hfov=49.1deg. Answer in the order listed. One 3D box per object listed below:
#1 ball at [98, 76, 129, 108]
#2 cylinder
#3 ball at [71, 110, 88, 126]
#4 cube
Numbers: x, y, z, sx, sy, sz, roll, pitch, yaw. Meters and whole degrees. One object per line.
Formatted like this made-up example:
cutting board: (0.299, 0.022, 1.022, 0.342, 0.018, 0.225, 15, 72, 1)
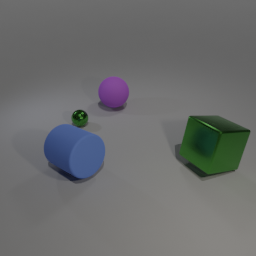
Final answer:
ball: (-0.649, -1.629, 12.717, 1.400, 1.400, 1.400, 0, 31, 0)
cylinder: (-1.681, 0.701, 8.832, 1.400, 1.400, 1.400, 18, 35, 39)
ball: (-1.984, -0.412, 11.553, 0.700, 0.700, 0.700, 0, 31, 0)
cube: (2.737, 0.477, 8.985, 1.400, 1.400, 1.400, -2, 23, -32)
